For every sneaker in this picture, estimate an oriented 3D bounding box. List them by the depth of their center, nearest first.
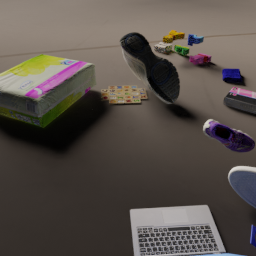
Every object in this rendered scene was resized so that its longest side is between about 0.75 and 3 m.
[{"bbox_3d":[3.129,1.056,5.294,2.381,0.842,1.181,17,35,14],"label":"sneaker"},{"bbox_3d":[2.189,0.231,5.961,1.228,0.495,0.512,21,6,-12],"label":"sneaker"},{"bbox_3d":[0.722,-1.832,8.975,0.999,1.168,2.682,-30,72,-11],"label":"sneaker"}]

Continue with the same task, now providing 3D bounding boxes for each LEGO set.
[{"bbox_3d":[2.072,-3.467,11.710,1.096,1.019,2.670,-29,42,-36],"label":"LEGO set"}]

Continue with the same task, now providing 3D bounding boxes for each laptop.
[{"bbox_3d":[0.823,1.589,4.362,1.488,0.921,1.589,-2,34,-4],"label":"laptop"}]

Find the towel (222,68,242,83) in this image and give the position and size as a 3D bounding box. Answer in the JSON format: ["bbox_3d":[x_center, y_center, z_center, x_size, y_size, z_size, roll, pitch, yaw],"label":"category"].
[{"bbox_3d":[3.769,-1.935,10.147,0.661,0.222,0.895,9,35,11],"label":"towel"}]

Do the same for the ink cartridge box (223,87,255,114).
[{"bbox_3d":[3.845,-0.729,8.331,1.772,0.329,0.839,23,41,27],"label":"ink cartridge box"}]

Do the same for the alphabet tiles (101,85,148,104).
[{"bbox_3d":[-0.133,-1.093,9.066,1.471,0.047,1.224,-2,35,-3],"label":"alphabet tiles"}]

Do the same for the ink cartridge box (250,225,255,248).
[{"bbox_3d":[2.590,1.942,4.179,1.478,0.564,1.008,13,36,21],"label":"ink cartridge box"}]

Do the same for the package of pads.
[{"bbox_3d":[-2.629,-1.298,8.536,2.214,0.977,2.866,14,37,20],"label":"package of pads"}]
